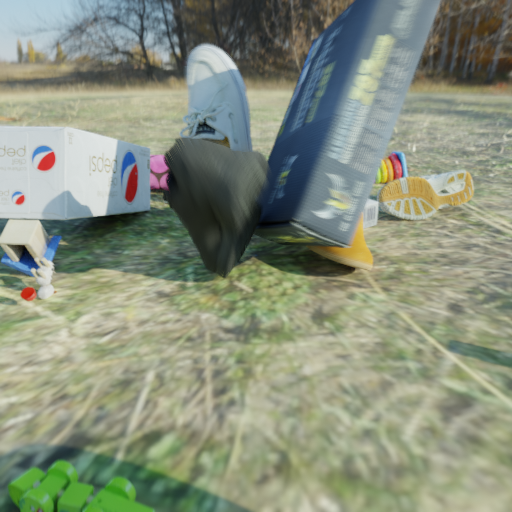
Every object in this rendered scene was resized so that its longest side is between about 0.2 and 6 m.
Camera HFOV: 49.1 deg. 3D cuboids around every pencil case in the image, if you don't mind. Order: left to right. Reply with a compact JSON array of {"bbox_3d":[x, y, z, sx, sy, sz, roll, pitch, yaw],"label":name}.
[{"bbox_3d":[-2.531,-2.074,13.728,2.335,1.060,1.094,8,1,15],"label":"pencil case"}]

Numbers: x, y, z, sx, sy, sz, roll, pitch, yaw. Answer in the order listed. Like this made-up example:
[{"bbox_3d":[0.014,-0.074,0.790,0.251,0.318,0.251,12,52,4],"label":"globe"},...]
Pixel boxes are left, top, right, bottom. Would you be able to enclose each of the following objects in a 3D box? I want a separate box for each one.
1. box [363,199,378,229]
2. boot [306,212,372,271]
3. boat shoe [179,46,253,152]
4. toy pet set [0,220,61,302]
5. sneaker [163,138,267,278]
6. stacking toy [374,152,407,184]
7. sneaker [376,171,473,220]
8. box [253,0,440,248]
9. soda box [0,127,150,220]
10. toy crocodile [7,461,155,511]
[{"bbox_3d":[1.756,-0.854,11.057,0.869,0.496,0.945,-16,26,-35],"label":"box"},{"bbox_3d":[1.452,-0.928,9.141,0.909,1.850,2.585,19,11,-20],"label":"boot"},{"bbox_3d":[-0.801,-2.209,9.753,1.074,2.907,1.239,-6,9,28],"label":"boat shoe"},{"bbox_3d":[-3.561,0.233,8.155,1.547,0.821,1.444,3,53,9],"label":"toy pet set"},{"bbox_3d":[-0.610,-0.674,7.610,1.267,2.791,1.060,25,62,8],"label":"sneaker"},{"bbox_3d":[3.098,-2.150,14.434,1.449,0.795,0.841,-12,15,-3],"label":"stacking toy"},{"bbox_3d":[3.426,-1.238,11.910,2.415,0.914,1.059,-9,4,-25],"label":"sneaker"},{"bbox_3d":[1.076,-1.910,8.320,0.914,3.582,2.825,21,-3,-15],"label":"box"},{"bbox_3d":[-3.111,-1.423,10.074,1.301,1.392,4.087,2,7,7],"label":"soda box"},{"bbox_3d":[-1.283,1.830,4.079,1.213,0.375,0.410,10,21,14],"label":"toy crocodile"}]
